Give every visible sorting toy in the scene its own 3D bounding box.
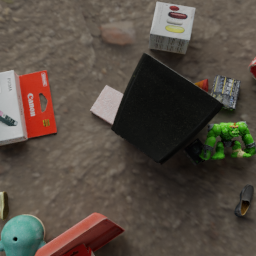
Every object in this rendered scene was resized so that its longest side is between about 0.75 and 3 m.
[{"bbox_3d":[2.775,-1.165,11.218,0.605,0.609,1.757,8,73,26],"label":"sorting toy"}]

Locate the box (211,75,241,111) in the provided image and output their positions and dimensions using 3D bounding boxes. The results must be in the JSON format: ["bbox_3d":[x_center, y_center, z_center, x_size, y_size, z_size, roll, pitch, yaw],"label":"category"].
[{"bbox_3d":[3.914,-1.422,11.314,1.027,0.313,1.274,15,78,1],"label":"box"}]

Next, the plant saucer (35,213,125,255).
[{"bbox_3d":[-1.516,3.664,9.054,2.566,2.571,0.472,-33,59,-5],"label":"plant saucer"}]

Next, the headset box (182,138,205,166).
[{"bbox_3d":[2.635,0.946,10.734,0.721,0.384,0.828,-36,80,-8],"label":"headset box"}]

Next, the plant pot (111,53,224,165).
[{"bbox_3d":[1.070,-0.336,9.857,2.965,2.972,2.637,35,87,7],"label":"plant pot"}]

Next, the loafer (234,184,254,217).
[{"bbox_3d":[4.356,2.677,10.294,0.470,0.466,1.290,22,77,6],"label":"loafer"}]

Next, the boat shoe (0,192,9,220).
[{"bbox_3d":[-4.645,2.878,10.318,0.322,0.373,1.022,-11,76,7],"label":"boat shoe"}]

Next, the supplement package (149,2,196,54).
[{"bbox_3d":[1.776,-4.071,11.478,1.576,1.159,1.507,11,77,4],"label":"supplement package"}]

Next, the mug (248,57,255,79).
[{"bbox_3d":[6.053,-2.738,11.118,1.807,1.358,2.036,41,84,10],"label":"mug"}]

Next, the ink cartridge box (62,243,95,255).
[{"bbox_3d":[-1.507,4.804,9.623,0.940,0.544,1.618,-29,90,-6],"label":"ink cartridge box"}]

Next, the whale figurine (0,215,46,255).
[{"bbox_3d":[-3.689,4.153,9.596,1.779,1.160,2.236,4,77,1],"label":"whale figurine"}]

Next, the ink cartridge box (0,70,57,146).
[{"bbox_3d":[-4.292,-0.907,11.052,2.452,0.615,2.825,-13,77,-2],"label":"ink cartridge box"}]

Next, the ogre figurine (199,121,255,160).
[{"bbox_3d":[3.745,0.459,10.510,2.254,1.106,1.351,-5,88,7],"label":"ogre figurine"}]

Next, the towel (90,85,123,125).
[{"bbox_3d":[-0.681,-0.894,11.248,1.252,0.211,1.311,30,79,7],"label":"towel"}]
